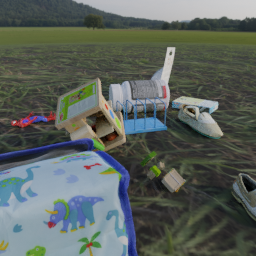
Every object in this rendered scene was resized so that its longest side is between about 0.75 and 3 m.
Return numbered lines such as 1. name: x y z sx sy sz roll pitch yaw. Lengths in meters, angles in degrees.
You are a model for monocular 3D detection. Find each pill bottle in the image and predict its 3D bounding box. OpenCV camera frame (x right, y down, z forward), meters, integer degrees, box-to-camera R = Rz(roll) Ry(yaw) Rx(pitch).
1. pill bottle: 0.444 -1.354 12.006 2.393 1.362 1.362 -4 22 -11

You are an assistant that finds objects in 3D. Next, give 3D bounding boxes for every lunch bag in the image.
1. lunch bag: -1.540 1.281 4.882 2.540 1.903 2.987 -11 11 -20

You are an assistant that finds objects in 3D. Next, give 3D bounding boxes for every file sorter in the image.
1. file sorter: 0.453 -0.503 10.333 1.666 1.022 1.156 -7 22 -15

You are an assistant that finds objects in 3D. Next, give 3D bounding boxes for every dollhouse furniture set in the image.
1. dollhouse furniture set: 0.819 1.137 6.905 1.108 0.428 0.554 47 42 11

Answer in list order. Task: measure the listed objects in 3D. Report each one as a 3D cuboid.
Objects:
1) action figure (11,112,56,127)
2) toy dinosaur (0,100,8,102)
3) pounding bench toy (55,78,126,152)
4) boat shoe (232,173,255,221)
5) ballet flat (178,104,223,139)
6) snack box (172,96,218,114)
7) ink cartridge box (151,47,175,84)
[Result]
1. action figure: -3.663 -0.339 10.809 1.657 0.428 0.542 -19 31 -34
2. toy dinosaur: -6.376 -1.336 13.527 1.033 0.245 0.455 -9 38 -22
3. pounding bench toy: -0.954 0.070 7.749 1.343 1.686 2.162 -24 39 12
4. boat shoe: 2.736 1.507 5.896 0.563 0.515 1.507 -7 23 -18
5. ballet flat: 2.568 -0.337 10.277 0.792 0.732 2.349 -7 23 -24
6. snack box: 3.020 -1.048 12.640 1.780 0.330 1.034 14 26 32
7. ink cartridge box: 1.632 -2.745 13.783 0.621 2.479 2.011 14 19 16
